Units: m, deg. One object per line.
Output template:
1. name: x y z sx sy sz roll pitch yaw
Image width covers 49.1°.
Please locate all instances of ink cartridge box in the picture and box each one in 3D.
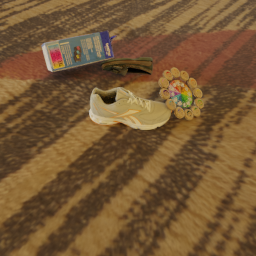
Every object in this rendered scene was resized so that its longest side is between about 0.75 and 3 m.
1. ink cartridge box: -1.655 -2.808 10.137 2.626 1.002 1.792 -15 18 -17

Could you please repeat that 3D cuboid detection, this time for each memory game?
1. memory game: 1.738 -1.118 8.974 1.849 0.118 1.849 12 65 -28

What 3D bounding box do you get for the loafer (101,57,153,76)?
1. loafer: 0.012 -2.207 10.255 1.982 0.712 0.623 -8 88 -16

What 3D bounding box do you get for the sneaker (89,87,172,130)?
1. sneaker: 0.068 -0.669 8.515 2.591 1.192 0.981 1 49 1
